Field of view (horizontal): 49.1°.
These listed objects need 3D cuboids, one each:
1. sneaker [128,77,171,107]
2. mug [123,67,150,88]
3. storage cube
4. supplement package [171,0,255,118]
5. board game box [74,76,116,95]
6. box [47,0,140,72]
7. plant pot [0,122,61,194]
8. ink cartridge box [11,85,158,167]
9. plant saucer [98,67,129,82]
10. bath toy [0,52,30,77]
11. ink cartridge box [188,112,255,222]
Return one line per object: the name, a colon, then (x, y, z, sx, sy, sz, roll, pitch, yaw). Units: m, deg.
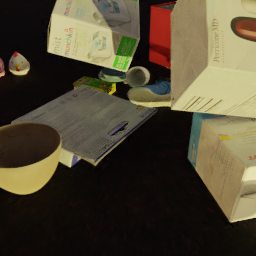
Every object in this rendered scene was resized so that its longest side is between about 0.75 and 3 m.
sneaker: (0.889, -1.265, 9.563, 1.871, 0.718, 1.041, 1, 39, -6)
mug: (0.311, -1.895, 10.583, 1.033, 0.763, 0.906, -18, 8, 22)
storage cube: (2.529, -4.044, 12.230, 2.301, 2.420, 2.692, -27, 41, -34)
supplement package: (2.213, -1.582, 5.238, 2.430, 1.787, 2.324, 5, 73, -8)
board game box: (-1.224, -1.522, 10.332, 1.373, 0.327, 0.697, 15, 37, 21)
box: (-0.945, -3.153, 8.298, 2.329, 1.276, 2.639, 13, 48, -13)
plant pot: (-2.291, 0.773, 6.142, 1.689, 1.134, 1.689, 3, 32, -2)
ink cartridge box: (-1.135, -0.121, 7.971, 2.992, 0.607, 2.986, 21, 39, 28)
plant saucer: (-0.538, -2.278, 11.597, 1.388, 0.190, 1.388, 0, 33, 0)
bath toy: (-5.401, -2.401, 11.005, 2.888, 1.067, 1.256, -11, 69, -15)
ink cartridge box: (2.493, 0.712, 5.928, 1.529, 1.489, 2.379, -7, 35, -11)
